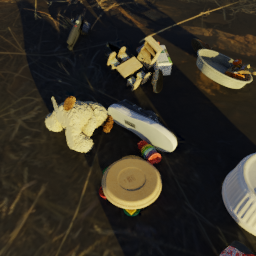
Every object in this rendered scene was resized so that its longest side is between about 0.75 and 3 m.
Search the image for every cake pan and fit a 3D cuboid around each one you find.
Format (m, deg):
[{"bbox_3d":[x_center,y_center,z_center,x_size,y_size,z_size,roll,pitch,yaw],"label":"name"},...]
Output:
[{"bbox_3d":[3.823,-2.397,11.370,2.440,0.447,2.440,16,37,-13],"label":"cake pan"}]

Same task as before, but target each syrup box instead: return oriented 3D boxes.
[{"bbox_3d":[1.437,-3.001,12.342,0.607,0.627,1.541,-5,47,-5],"label":"syrup box"}]

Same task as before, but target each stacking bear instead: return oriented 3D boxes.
[{"bbox_3d":[0.616,0.725,8.860,0.510,0.477,0.839,-21,44,-19],"label":"stacking bear"}]

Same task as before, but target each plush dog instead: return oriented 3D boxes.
[{"bbox_3d":[-1.484,-0.417,9.386,2.086,1.674,1.792,34,31,29],"label":"plush dog"}]

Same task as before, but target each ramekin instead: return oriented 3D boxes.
[{"bbox_3d":[3.839,1.671,7.449,2.368,1.103,2.368,1,46,-1],"label":"ramekin"}]

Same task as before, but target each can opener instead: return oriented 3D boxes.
[{"bbox_3d":[-2.579,-4.830,13.995,1.001,0.807,2.546,9,46,7],"label":"can opener"}]

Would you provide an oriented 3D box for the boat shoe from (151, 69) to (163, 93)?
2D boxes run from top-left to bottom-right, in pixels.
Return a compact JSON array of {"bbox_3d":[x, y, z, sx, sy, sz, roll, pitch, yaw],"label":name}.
[{"bbox_3d":[1.164,-1.870,11.395,0.378,0.421,1.139,-15,50,40],"label":"boat shoe"}]

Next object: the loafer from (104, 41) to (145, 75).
[{"bbox_3d":[-0.198,-3.060,12.247,0.804,0.831,2.367,-34,55,-28],"label":"loafer"}]

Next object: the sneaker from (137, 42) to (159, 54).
[{"bbox_3d":[0.957,-3.830,13.246,1.250,0.487,0.514,-26,50,-23],"label":"sneaker"}]

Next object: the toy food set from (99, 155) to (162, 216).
[{"bbox_3d":[0.070,1.565,8.029,1.755,0.431,1.773,-33,54,-28],"label":"toy food set"}]

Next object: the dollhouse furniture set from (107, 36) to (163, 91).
[{"bbox_3d":[0.370,-2.727,11.290,1.789,1.188,1.568,-37,80,-28],"label":"dollhouse furniture set"}]

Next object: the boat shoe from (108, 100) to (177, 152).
[{"bbox_3d":[0.590,-0.206,9.469,2.827,0.988,0.936,28,53,34],"label":"boat shoe"}]

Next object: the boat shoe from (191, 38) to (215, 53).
[{"bbox_3d":[3.578,-3.728,13.175,0.500,0.529,1.471,-21,59,-24],"label":"boat shoe"}]

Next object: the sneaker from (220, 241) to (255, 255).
[{"bbox_3d":[2.776,3.553,5.914,1.150,0.716,2.145,-31,50,-25],"label":"sneaker"}]

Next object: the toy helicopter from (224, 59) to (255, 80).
[{"bbox_3d":[4.554,-2.255,11.105,0.992,0.592,1.500,-32,26,-19],"label":"toy helicopter"}]
